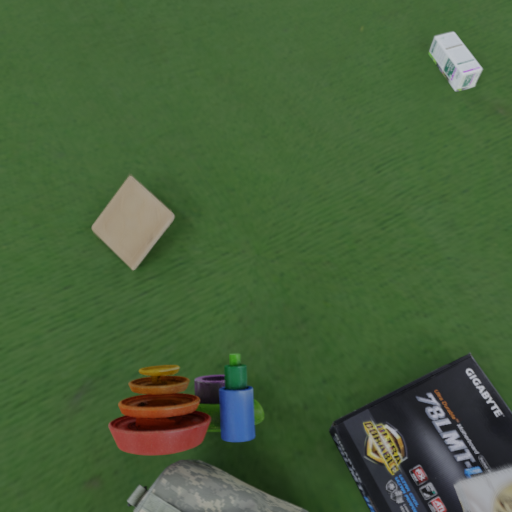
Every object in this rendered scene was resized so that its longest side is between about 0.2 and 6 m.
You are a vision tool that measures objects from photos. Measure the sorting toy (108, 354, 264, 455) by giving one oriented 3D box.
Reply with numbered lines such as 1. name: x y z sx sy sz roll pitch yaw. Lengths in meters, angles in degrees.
1. sorting toy: -0.653 1.617 6.582 1.376 2.289 0.940 -4 85 27

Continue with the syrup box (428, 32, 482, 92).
1. syrup box: 3.765 -3.685 10.618 0.445 0.430 1.093 -17 63 -9

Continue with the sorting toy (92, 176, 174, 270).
1. sorting toy: -1.923 -0.517 8.776 1.164 0.212 1.078 42 98 23

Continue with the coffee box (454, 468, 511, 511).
1. coffee box: 2.853 3.120 5.770 0.971 0.686 1.718 -16 61 5

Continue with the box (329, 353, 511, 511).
1. box: 2.404 2.679 7.087 2.201 0.551 2.218 -23 64 -11

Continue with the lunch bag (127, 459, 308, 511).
1. lunch bag: -0.348 3.150 6.135 2.049 1.719 1.428 23 64 12
